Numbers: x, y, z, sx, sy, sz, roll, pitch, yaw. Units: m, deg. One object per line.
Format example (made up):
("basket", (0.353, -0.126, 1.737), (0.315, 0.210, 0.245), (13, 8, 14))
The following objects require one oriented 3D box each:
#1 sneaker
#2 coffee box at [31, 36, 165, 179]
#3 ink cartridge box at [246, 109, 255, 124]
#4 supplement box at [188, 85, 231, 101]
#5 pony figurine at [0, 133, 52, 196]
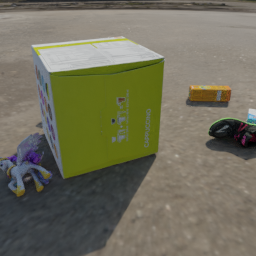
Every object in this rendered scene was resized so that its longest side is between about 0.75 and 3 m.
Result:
("sneaker", (3.481, 0.170, 8.678), (1.918, 0.736, 0.803), (6, 25, 14))
("coffee box", (-0.939, -0.813, 8.132), (2.922, 2.918, 2.890), (-12, 32, -21))
("ink cartridge box", (4.835, -0.130, 9.421), (1.576, 0.535, 0.907), (12, 31, 21))
("supplement box", (3.456, -1.477, 11.904), (1.673, 0.576, 0.557), (-1, 26, 4))
("pony figurine", (-2.570, 0.956, 7.064), (1.374, 1.185, 1.423), (-33, 56, -32))
